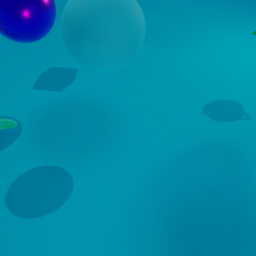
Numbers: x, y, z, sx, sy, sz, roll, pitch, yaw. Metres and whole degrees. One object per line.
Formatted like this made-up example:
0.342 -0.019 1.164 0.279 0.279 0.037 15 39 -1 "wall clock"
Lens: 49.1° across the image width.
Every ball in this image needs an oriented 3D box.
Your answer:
-2.153 -2.429 5.682 1.356 1.356 1.356 0 45 0 "ball"
-0.377 -1.530 4.335 1.287 1.287 1.287 0 45 0 "ball"

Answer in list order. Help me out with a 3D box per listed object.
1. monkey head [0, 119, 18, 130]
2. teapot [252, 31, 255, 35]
-2.329 -0.128 3.706 1.500 1.079 0.904 31 58 -13 "monkey head"
3.807 -2.574 6.582 1.725 1.072 0.844 -8 56 19 "teapot"
